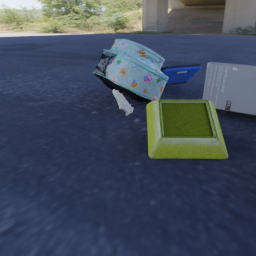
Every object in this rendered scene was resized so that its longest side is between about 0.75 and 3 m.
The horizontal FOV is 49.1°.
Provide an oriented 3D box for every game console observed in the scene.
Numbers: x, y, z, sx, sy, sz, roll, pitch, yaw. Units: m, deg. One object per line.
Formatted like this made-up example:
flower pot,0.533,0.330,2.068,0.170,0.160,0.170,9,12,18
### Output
game console,1.774,-2.681,12.732,2.279,1.348,1.945,-12,-19,-31

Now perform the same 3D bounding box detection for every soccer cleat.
soccer cleat,-0.217,-0.865,9.465,0.388,1.000,0.347,-44,14,-9

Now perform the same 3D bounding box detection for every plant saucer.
plant saucer,1.472,-0.119,7.221,1.932,0.463,1.935,0,48,1

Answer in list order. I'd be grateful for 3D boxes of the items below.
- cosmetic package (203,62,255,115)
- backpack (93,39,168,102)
cosmetic package,4.150,-1.224,9.211,2.992,1.598,1.349,12,11,32
backpack,0.256,-2.122,10.722,2.363,2.061,2.688,22,16,-33
